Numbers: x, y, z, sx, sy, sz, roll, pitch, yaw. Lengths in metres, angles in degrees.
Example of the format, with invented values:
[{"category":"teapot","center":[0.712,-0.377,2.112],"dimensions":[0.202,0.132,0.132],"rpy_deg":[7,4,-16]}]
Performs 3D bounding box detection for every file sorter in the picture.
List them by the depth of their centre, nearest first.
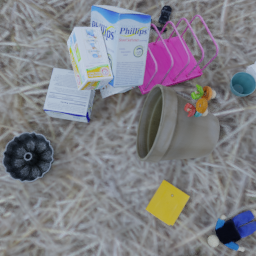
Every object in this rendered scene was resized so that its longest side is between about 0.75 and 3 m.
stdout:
[{"category":"file sorter","center":[1.559,-2.804,10.322],"dimensions":[2.769,1.736,1.924],"rpy_deg":[-20,76,-21]}]

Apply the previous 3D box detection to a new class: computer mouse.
[{"category":"computer mouse","center":[1.371,-4.667,11.955],"dimensions":[0.850,0.278,1.210],"rpy_deg":[12,83,4]}]

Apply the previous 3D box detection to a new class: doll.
[{"category":"doll","center":[3.622,3.541,9.552],"dimensions":[1.930,0.468,1.317],"rpy_deg":[-23,78,-6]}]

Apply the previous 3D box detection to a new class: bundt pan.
[{"category":"bundt pan","center":[-3.505,1.078,10.128],"dimensions":[1.822,0.684,1.822],"rpy_deg":[0,75,0]}]

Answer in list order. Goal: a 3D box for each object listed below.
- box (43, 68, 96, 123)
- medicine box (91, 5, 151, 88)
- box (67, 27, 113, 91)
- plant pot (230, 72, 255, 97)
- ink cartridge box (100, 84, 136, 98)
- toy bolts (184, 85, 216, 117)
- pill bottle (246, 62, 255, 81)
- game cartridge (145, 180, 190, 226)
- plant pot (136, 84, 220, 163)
[{"category":"box","center":[-2.140,-1.228,10.632],"dimensions":[1.589,0.907,1.728],"rpy_deg":[9,74,1]},{"category":"medicine box","center":[-0.372,-2.796,9.457],"dimensions":[1.173,2.280,2.077],"rpy_deg":[-10,32,-28]},{"category":"box","center":[-1.243,-2.203,9.032],"dimensions":[0.896,0.995,1.769],"rpy_deg":[-11,82,-28]},{"category":"plant pot","center":[4.375,-1.606,10.893],"dimensions":[0.944,0.636,0.944],"rpy_deg":[0,74,0]},{"category":"ink cartridge box","center":[-0.493,-1.895,11.127],"dimensions":[1.406,0.352,1.140],"rpy_deg":[-21,80,18]},{"category":"toy bolts","center":[2.191,-0.634,8.122],"dimensions":[0.675,0.973,0.930],"rpy_deg":[6,46,-18]},{"category":"pill bottle","center":[5.561,-2.370,10.954],"dimensions":[1.681,0.930,0.930],"rpy_deg":[-21,76,-5]},{"category":"game cartridge","center":[1.406,2.662,9.953],"dimensions":[1.109,0.204,1.258],"rpy_deg":[33,79,8]},{"category":"plant pot","center":[1.736,0.062,9.636],"dimensions":[2.284,2.632,2.632],"rpy_deg":[13,74,-12]}]
